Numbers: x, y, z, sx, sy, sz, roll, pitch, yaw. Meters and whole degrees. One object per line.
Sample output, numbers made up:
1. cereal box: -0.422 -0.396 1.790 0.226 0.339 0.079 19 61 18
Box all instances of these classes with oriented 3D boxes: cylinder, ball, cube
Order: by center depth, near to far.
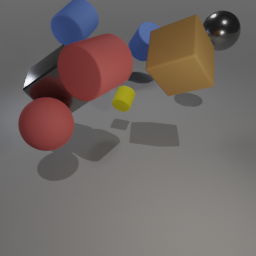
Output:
1. cylinder: -0.806 -1.562 7.110 1.400 1.400 1.400 18 34 26
2. ball: -2.124 -0.100 7.339 1.400 1.400 1.400 0 32 0
3. cube: 1.479 -1.930 7.731 1.400 1.400 1.400 -9 59 33
4. cube: -2.004 -1.319 8.281 1.400 1.400 1.400 -32 35 11
5. ball: 3.407 -3.567 10.318 1.400 1.400 1.400 0 32 0
6. cylinder: -0.159 -1.081 10.385 0.700 0.700 0.700 11 57 16
7. cylinder: -2.064 -4.092 10.966 1.400 1.400 1.400 13 51 20
8. cylinder: 0.905 -4.316 14.081 1.400 1.400 1.400 7 69 -20
